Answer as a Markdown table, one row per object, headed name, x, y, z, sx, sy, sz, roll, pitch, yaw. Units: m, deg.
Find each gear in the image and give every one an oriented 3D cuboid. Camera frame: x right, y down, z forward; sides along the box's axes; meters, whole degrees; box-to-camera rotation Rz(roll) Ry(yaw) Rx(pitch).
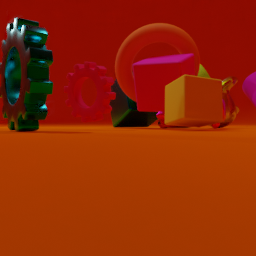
| name | x | y | z | sx | sy | sz | roll | pitch | yaw |
| --- | --- | --- | --- | --- | --- | --- | --- | --- | --- |
| gear | -0.748 | -0.674 | 5.331 | 1.114 | 1.114 | 0.206 | 0 | 7 | 34 |
| gear | -1.506 | -0.729 | 4.003 | 0.285 | 1.541 | 1.541 | -1 | 1 | -38 |

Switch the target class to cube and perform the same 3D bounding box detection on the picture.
| name | x | y | z | sx | sy | sz | roll | pitch | yaw |
| --- | --- | --- | --- | --- | --- | --- | --- | --- | --- |
| cube | 0.234 | -0.793 | 8.107 | 1.214 | 1.214 | 1.214 | -1 | -22 | -27 |
| cube | 1.095 | -0.424 | 4.762 | 0.713 | 0.713 | 0.713 | 4 | -9 | -18 |
| cube | 0.819 | -0.985 | 6.060 | 1.026 | 1.026 | 1.026 | 4 | 23 | 28 |

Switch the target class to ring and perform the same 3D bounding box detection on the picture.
| name | x | y | z | sx | sy | sz | roll | pitch | yaw |
| --- | --- | --- | --- | --- | --- | --- | --- | --- | --- |
| ring | 0.704 | -1.449 | 6.717 | 2.033 | 2.033 | 0.407 | 0 | 32 | -3 |

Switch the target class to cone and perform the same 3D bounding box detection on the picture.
| name | x | y | z | sx | sy | sz | roll | pitch | yaw |
| --- | --- | --- | --- | --- | --- | --- | --- | --- | --- |
| cone | 3.780 | -0.582 | 7.414 | 1.405 | 1.410 | 1.405 | 11 | -29 | 6 |

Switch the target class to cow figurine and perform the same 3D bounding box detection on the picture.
| name | x | y | z | sx | sy | sz | roll | pitch | yaw |
| --- | --- | --- | --- | --- | --- | --- | --- | --- | --- |
| cow figurine | 1.430 | -0.351 | 6.441 | 1.520 | 0.834 | 1.496 | -5 | -1 | -4 |

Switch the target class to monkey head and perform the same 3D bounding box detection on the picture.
| name | x | y | z | sx | sy | sz | roll | pitch | yaw |
| --- | --- | --- | --- | --- | --- | --- | --- | --- | --- |
| monkey head | 2.717 | -0.693 | 8.006 | 1.958 | 1.180 | 1.409 | -16 | -19 | -50 |

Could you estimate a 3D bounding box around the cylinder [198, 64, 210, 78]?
| name | x | y | z | sx | sy | sz | roll | pitch | yaw |
| --- | --- | --- | --- | --- | --- | --- | --- | --- | --- |
| cylinder | 2.003 | -1.369 | 8.728 | 0.954 | 0.954 | 0.954 | -31 | -4 | 8 |
